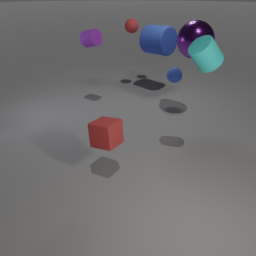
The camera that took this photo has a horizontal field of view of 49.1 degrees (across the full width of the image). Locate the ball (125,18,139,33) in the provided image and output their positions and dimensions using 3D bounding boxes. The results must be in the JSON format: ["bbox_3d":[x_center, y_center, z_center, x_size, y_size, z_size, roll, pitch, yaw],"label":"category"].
[{"bbox_3d":[0.185,-5.098,13.979,0.700,0.700,0.700,0,28,0],"label":"ball"}]

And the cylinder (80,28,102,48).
[{"bbox_3d":[-1.555,-3.777,11.781,0.700,0.700,0.700,7,26,43],"label":"cylinder"}]

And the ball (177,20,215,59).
[{"bbox_3d":[2.540,-3.312,10.527,1.400,1.400,1.400,0,28,0],"label":"ball"}]

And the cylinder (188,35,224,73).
[{"bbox_3d":[2.045,-1.936,7.354,0.700,0.700,0.700,-29,38,26],"label":"cylinder"}]

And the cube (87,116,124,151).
[{"bbox_3d":[-0.600,0.137,7.712,0.700,0.700,0.700,9,24,30],"label":"cube"}]

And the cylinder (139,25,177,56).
[{"bbox_3d":[1.524,-4.420,14.082,1.400,1.400,1.400,-25,34,-38],"label":"cylinder"}]

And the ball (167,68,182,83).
[{"bbox_3d":[2.128,-2.411,12.818,0.700,0.700,0.700,0,28,0],"label":"ball"}]
